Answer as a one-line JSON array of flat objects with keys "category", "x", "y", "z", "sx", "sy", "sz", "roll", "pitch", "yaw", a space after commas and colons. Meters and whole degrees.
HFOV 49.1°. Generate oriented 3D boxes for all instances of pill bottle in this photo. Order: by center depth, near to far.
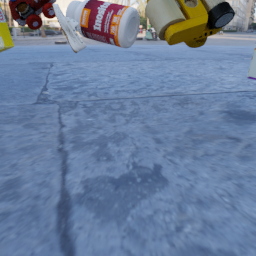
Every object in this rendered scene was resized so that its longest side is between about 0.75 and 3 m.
[{"category": "pill bottle", "x": -0.847, "y": -3.437, "z": 9.075, "sx": 2.233, "sy": 1.261, "sz": 1.261, "roll": 20, "pitch": 25, "yaw": 19}]

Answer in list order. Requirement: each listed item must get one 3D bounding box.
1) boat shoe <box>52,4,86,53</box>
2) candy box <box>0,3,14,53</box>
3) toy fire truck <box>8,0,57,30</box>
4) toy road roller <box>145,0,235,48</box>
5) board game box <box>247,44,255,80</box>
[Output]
[{"category": "boat shoe", "x": -1.613, "y": -2.835, "z": 7.829, "sx": 0.488, "sy": 1.407, "sz": 0.498, "roll": -27, "pitch": 21, "yaw": 0}, {"category": "candy box", "x": -3.245, "y": -2.787, "z": 5.876, "sx": 1.276, "sy": 2.497, "sz": 0.330, "roll": -6, "pitch": 14, "yaw": 33}, {"category": "toy fire truck", "x": -2.692, "y": -3.494, "z": 7.767, "sx": 1.369, "sy": 0.768, "sz": 1.150, "roll": -32, "pitch": -23, "yaw": 5}, {"category": "toy road roller", "x": 1.961, "y": -3.563, "z": 9.413, "sx": 2.764, "sy": 1.698, "sz": 2.018, "roll": -19, "pitch": -18, "yaw": -11}, {"category": "board game box", "x": 3.602, "y": -1.666, "z": 6.251, "sx": 1.036, "sy": 1.018, "sz": 1.976, "roll": 24, "pitch": 34, "yaw": 33}]
